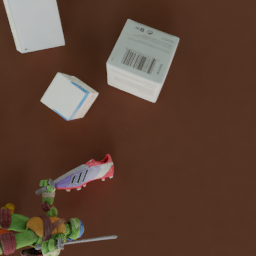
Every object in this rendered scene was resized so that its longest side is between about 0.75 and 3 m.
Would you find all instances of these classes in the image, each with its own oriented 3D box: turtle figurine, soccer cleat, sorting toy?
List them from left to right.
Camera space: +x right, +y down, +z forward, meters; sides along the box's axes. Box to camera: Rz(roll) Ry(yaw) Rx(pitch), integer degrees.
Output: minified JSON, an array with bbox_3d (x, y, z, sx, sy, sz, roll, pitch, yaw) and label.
[{"bbox_3d":[-3.464,1.537,5.690,2.781,0.964,0.958,39,69,-24],"label":"sorting toy"},{"bbox_3d":[-1.677,1.591,5.156,2.110,2.176,1.566,2,61,-31],"label":"turtle figurine"},{"bbox_3d":[-0.961,1.003,6.352,1.482,0.494,0.567,-11,96,-37],"label":"soccer cleat"}]

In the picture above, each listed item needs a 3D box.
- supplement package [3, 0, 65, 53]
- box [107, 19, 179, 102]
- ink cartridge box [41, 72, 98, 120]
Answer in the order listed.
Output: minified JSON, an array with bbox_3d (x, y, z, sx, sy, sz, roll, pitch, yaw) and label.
[{"bbox_3d":[-2.416,-2.811,7.200,1.154,1.481,0.821,-19,29,-23],"label":"supplement package"},{"bbox_3d":[0.356,-1.666,7.136,1.405,1.210,1.412,22,73,5],"label":"box"},{"bbox_3d":[-1.352,-0.755,6.852,0.814,1.266,0.793,36,99,4],"label":"ink cartridge box"}]
